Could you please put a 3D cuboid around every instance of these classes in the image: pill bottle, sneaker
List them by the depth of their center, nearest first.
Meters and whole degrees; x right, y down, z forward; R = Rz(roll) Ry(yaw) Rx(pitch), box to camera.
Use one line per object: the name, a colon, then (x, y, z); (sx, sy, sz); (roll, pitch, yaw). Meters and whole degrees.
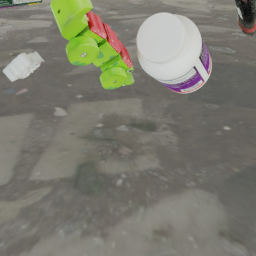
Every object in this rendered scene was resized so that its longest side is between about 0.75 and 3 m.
pill bottle: (1.102, -1.692, 6.553); (1.411, 1.411, 2.509); (17, 3, 24)
sneaker: (3.499, -3.652, 8.295); (0.633, 1.791, 0.875); (-9, -12, 31)

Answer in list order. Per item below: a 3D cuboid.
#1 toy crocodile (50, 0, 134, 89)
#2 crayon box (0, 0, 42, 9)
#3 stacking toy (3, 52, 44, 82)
toy crocodile: (-0.505, -1.568, 5.466); (0.897, 2.906, 0.981); (-26, 67, 17)
crayon box: (-2.849, -2.888, 5.341); (1.858, 0.541, 1.603); (-22, 59, -28)
stacking toy: (-2.741, -1.039, 4.162); (2.492, 1.879, 0.585); (-35, 10, 14)
